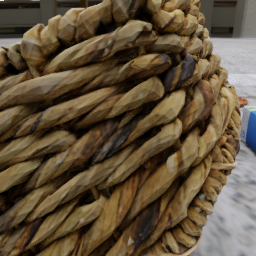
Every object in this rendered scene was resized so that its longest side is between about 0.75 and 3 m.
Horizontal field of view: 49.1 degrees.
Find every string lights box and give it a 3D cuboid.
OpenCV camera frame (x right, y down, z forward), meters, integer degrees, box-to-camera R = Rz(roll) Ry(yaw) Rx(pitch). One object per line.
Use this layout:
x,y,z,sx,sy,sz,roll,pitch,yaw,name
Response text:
3.502,0.391,5.420,1.492,0.856,2.904,-1,22,-2,string lights box

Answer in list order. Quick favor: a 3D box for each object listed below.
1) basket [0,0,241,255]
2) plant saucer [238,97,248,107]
0.024,0.120,2.837,2.101,2.193,2.944,-22,13,9,basket
3.622,-0.922,9.729,1.021,0.165,1.021,1,22,0,plant saucer
